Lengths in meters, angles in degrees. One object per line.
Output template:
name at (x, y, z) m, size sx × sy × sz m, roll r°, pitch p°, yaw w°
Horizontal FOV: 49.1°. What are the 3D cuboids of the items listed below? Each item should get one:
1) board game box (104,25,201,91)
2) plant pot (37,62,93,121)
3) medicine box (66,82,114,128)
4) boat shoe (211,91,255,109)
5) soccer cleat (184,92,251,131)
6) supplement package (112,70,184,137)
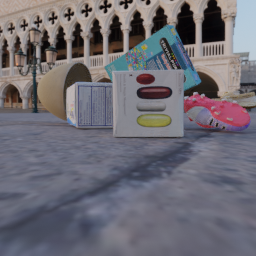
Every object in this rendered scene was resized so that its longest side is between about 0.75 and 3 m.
board game box at (0.607, -1.443, 7.510) m, size 2.145 × 1.619 × 0.503 m, roll -25°, pitch 5°, yaw 33°
plant pot at (-2.717, -1.486, 11.552) m, size 1.647 × 2.454 × 2.454 m, roll 6°, pitch 5°, yaw 19°
medicine box at (-0.625, -0.749, 9.558) m, size 2.682 × 1.380 × 2.443 m, roll 0°, pitch 4°, yaw -18°
boat shoe at (3.493, -0.970, 9.637) m, size 1.797 × 0.622 × 0.663 m, roll -1°, pitch -7°, yaw 1°
soccer cleat at (2.429, -0.314, 7.801) m, size 0.816 × 0.936 × 2.448 m, roll -27°, pitch 28°, yaw -16°
supplement package at (0.454, -0.525, 6.078) m, size 1.435 × 1.373 × 1.056 m, roll -1°, pitch 6°, yaw 7°
